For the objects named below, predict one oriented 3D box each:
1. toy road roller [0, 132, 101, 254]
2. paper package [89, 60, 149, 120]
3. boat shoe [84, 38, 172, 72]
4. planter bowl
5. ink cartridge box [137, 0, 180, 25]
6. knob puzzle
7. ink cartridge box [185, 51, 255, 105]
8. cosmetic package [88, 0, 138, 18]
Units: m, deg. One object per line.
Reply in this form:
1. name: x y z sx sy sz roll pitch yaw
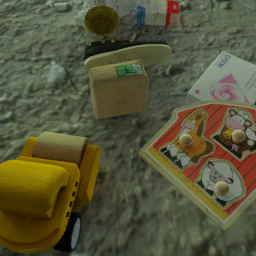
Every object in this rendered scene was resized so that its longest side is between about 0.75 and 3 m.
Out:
1. toy road roller: -1.800 1.130 6.099 1.821 2.164 2.964 8 55 5
2. paper package: -0.284 -1.079 8.064 1.573 1.499 0.814 -10 56 -9
3. boat shoe: -0.028 -2.581 9.375 2.929 1.072 0.918 -8 63 -1
4. planter bowl: -0.968 -3.878 10.531 1.311 0.546 1.311 1 73 -5
5. ink cartridge box: 1.169 -4.584 11.109 1.634 0.549 0.949 3 55 2
6. knob puzzle: 1.979 0.343 5.999 2.928 0.406 2.928 -3 62 6
7. ink cartridge box: 3.476 -1.109 8.693 2.522 0.546 2.476 30 60 21
8. cosmetic package: -0.170 -5.630 11.472 1.456 1.023 2.871 30 60 28
